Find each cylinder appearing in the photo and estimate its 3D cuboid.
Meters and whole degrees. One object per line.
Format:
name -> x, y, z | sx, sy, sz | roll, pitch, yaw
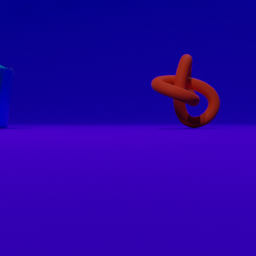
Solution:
cylinder -> -3.285, -0.715, 6.154 | 1.322, 1.322, 1.322 | 6, -2, 0

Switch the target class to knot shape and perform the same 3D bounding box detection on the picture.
knot shape -> 1.402, -0.748, 6.371 | 0.782, 1.583, 1.691 | -32, 9, 43
